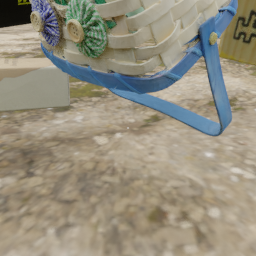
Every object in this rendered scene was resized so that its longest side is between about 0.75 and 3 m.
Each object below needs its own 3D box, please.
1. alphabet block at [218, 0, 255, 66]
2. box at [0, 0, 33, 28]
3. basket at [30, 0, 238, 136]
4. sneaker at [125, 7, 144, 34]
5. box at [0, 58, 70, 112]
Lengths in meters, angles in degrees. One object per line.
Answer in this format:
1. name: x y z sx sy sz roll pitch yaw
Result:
1. alphabet block: 3.676 -2.809 7.268 1.925 1.960 1.915 22 38 27
2. box: -2.250 -3.518 6.841 2.750 0.653 2.656 -20 -7 -25
3. basket: 0.029 -1.220 3.523 2.468 2.800 1.947 25 67 41
4. sneaker: 0.065 -4.023 9.659 0.892 1.429 2.423 -8 35 -2
5. box: -2.449 -0.914 5.810 2.295 0.892 1.089 -7 26 -21
